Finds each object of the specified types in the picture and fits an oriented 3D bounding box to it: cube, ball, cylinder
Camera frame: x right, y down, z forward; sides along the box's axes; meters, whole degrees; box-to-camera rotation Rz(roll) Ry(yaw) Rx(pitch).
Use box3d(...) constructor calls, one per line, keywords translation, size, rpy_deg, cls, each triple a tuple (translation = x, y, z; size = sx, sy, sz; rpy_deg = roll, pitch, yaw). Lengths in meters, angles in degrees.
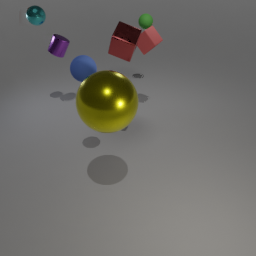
box3d(translation=(0.798, -3.451, 11.037), size=(0.700, 0.700, 0.700), rpy_deg=(-29, 12, 46), cls="cube")
box3d(translation=(-3.429, -4.193, 10.448), size=(0.700, 0.700, 0.700), rpy_deg=(0, 32, 0), cls="ball")
box3d(translation=(-0.096, -2.484, 8.080), size=(0.700, 0.700, 0.700), rpy_deg=(21, 59, -2), cls="cube")
box3d(translation=(0.847, -5.091, 13.373), size=(0.700, 0.700, 0.700), rpy_deg=(0, 32, 0), cls="ball")
box3d(translation=(-0.464, -0.583, 6.274), size=(1.400, 1.400, 1.400), rpy_deg=(0, 32, 0), cls="ball")
box3d(translation=(-1.177, -1.565, 7.396), size=(0.700, 0.700, 0.700), rpy_deg=(0, 32, 0), cls="ball")
box3d(translation=(-2.820, -3.344, 11.398), size=(0.700, 0.700, 0.700), rpy_deg=(24, 25, -12), cls="cylinder")
